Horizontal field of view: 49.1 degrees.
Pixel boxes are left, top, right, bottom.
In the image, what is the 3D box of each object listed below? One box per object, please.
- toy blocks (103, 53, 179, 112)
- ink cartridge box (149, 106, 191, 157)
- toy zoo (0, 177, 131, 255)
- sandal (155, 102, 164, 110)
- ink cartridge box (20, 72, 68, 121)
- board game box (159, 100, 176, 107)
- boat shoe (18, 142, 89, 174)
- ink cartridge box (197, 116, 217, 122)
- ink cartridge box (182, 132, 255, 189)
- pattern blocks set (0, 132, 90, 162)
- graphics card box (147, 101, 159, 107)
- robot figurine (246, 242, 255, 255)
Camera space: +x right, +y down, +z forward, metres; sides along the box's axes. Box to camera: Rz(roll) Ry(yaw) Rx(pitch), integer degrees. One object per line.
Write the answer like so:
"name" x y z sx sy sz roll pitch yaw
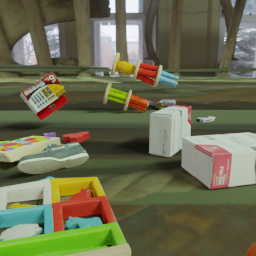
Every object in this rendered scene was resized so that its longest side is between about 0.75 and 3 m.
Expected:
"toy blocks" 0.579 -1.775 12.515 2.912 2.427 1.057 17 19 0
"ink cartridge box" 1.130 0.033 7.342 0.616 1.072 1.477 8 15 30
"toy zoo" -1.089 1.224 4.027 1.641 0.256 2.501 -4 14 -15
"sandal" 1.560 -1.042 13.949 0.365 0.246 0.909 -8 29 -8
"ink cartridge box" -2.707 -1.036 9.316 1.234 1.083 0.517 -41 11 -22
"board game box" 2.160 -1.375 15.337 0.845 0.215 1.248 3 13 15
"boat shoe" -1.566 0.584 5.850 1.537 0.559 0.475 -4 56 -41
"ink cartridge box" 3.130 -0.353 11.117 0.772 0.143 0.366 -11 16 -31
"ink cartridge box" 2.134 0.596 5.697 1.735 0.736 1.264 -5 14 -14
"pattern blocks set" -2.565 0.453 6.795 2.554 0.235 2.905 -2 11 22
"graphics card box" 1.029 -1.251 14.705 1.057 0.269 0.663 -8 16 -27
"robot figurine" 1.489 1.346 1.962 1.706 0.995 1.227 1 10 7
